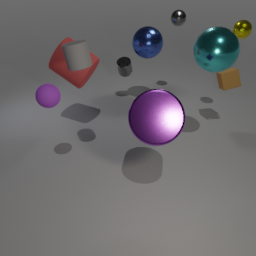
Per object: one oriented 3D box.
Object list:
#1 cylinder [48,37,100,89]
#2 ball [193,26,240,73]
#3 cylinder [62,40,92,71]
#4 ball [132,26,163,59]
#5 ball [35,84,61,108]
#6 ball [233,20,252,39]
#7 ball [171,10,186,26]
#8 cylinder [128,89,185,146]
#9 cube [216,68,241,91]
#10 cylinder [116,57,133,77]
[{"bbox_3d":[-2.022,-2.441,10.588,1.400,1.400,1.400,34,33,-5],"label":"cylinder"},{"bbox_3d":[2.780,-2.455,8.826,1.400,1.400,1.400,0,31,0],"label":"ball"},{"bbox_3d":[-1.422,-2.037,7.849,0.700,0.700,0.700,-10,26,5],"label":"cylinder"},{"bbox_3d":[0.886,-3.846,12.630,1.400,1.400,1.400,0,31,0],"label":"ball"},{"bbox_3d":[-2.286,-0.920,8.016,0.700,0.700,0.700,0,31,0],"label":"ball"},{"bbox_3d":[4.402,-3.792,10.785,0.700,0.700,0.700,0,31,0],"label":"ball"},{"bbox_3d":[2.307,-5.029,12.797,0.700,0.700,0.700,0,31,0],"label":"ball"},{"bbox_3d":[0.726,-0.248,7.499,1.400,1.400,1.400,1,-1,2],"label":"cylinder"},{"bbox_3d":[4.010,-1.955,11.179,0.700,0.700,0.700,-14,15,6],"label":"cube"},{"bbox_3d":[-0.162,-2.959,13.556,0.700,0.700,0.700,-4,61,7],"label":"cylinder"}]
